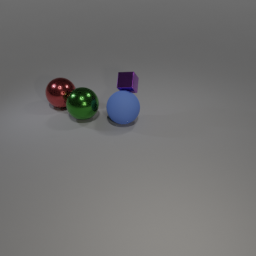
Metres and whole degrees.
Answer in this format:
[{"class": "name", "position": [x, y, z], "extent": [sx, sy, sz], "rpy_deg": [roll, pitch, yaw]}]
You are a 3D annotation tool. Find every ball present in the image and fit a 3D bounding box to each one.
[{"class": "ball", "position": [-1.934, -1.037, 11.930], "extent": [1.400, 1.400, 1.400], "rpy_deg": [0, 31, 0]}, {"class": "ball", "position": [-3.081, -1.619, 12.908], "extent": [1.400, 1.400, 1.400], "rpy_deg": [0, 31, 0]}, {"class": "ball", "position": [-0.198, -0.858, 11.651], "extent": [1.400, 1.400, 1.400], "rpy_deg": [0, 31, 0]}]

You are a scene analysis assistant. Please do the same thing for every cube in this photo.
[{"class": "cube", "position": [-0.004, -1.895, 11.720], "extent": [0.700, 0.700, 0.700], "rpy_deg": [2, -12, 19]}]
